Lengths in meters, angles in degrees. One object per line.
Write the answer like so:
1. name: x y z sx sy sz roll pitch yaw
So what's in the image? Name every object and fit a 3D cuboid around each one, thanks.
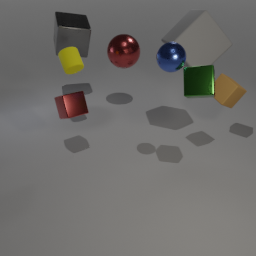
1. cube: 3.007 -1.121 8.531 0.700 0.700 0.700 9 36 -46
2. cube: 1.761 -1.113 6.876 0.700 0.700 0.700 -1 1 19
3. cube: -2.505 -4.127 12.434 1.400 1.400 1.400 -1 45 -20
4. cube: -1.724 -0.694 8.535 0.700 0.700 0.700 -18 10 -32
5. ball: -0.179 -3.212 11.760 1.400 1.400 1.400 0 29 0
6. ball: 1.017 -1.662 6.588 0.700 0.700 0.700 0 29 0
7. cube: 2.159 -2.771 9.020 1.400 1.400 1.400 -44 21 12
8. cylinder: -1.973 -2.332 9.720 0.700 0.700 0.700 -22 -8 -3
